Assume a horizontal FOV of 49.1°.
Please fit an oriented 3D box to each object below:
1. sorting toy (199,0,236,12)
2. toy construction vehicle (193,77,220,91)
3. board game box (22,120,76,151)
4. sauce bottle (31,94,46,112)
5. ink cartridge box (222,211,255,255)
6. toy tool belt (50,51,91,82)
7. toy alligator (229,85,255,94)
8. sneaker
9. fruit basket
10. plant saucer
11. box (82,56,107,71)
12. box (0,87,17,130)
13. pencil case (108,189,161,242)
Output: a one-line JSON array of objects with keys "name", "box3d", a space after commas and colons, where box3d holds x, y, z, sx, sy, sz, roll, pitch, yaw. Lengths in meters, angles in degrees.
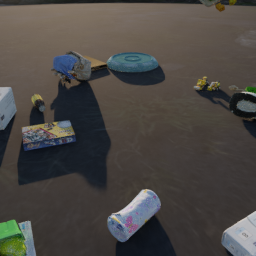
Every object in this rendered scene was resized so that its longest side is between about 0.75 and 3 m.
[{"name": "sorting toy", "box3d": [3.103, -4.529, 9.391, 1.329, 0.239, 1.784, -25, 43, 8]}, {"name": "toy construction vehicle", "box3d": [3.557, -1.999, 12.582, 1.026, 0.415, 1.179, 23, 37, 35]}, {"name": "board game box", "box3d": [-2.521, 0.203, 8.869, 1.544, 0.267, 1.046, -10, 31, -17]}, {"name": "sauce bottle", "box3d": [-3.445, -0.965, 10.806, 0.383, 0.383, 1.184, -14, 31, -22]}, {"name": "ink cartridge box", "box3d": [2.909, 2.283, 5.054, 1.473, 0.435, 1.840, -17, 32, -27]}, {"name": "toy tool belt", "box3d": [-2.935, -2.905, 13.207, 2.297, 1.434, 1.411, 19, 26, 31]}, {"name": "toy alligator", "box3d": [5.271, -1.338, 11.271, 2.360, 0.700, 0.640, 2, 70, 3]}, {"name": "sneaker", "box3d": [5.140, -0.699, 9.812, 2.864, 1.101, 1.269, 24, 27, 30]}, {"name": "fruit basket", "box3d": [-2.253, 2.375, 4.911, 1.241, 0.628, 1.339, -13, 47, -21]}, {"name": "plant saucer", "box3d": [0.237, -3.776, 15.738, 2.946, 0.404, 2.946, 1, 29, 0]}, {"name": "box", "box3d": [-2.482, -3.542, 15.473, 1.791, 0.233, 2.191, -22, 36, -35]}, {"name": "box", "box3d": [-4.897, -0.687, 9.710, 1.505, 0.984, 1.497, -2, 30, -3]}, {"name": "pencil case", "box3d": [0.141, 1.788, 5.827, 0.560, 0.513, 1.235, 44, 46, 20]}]
